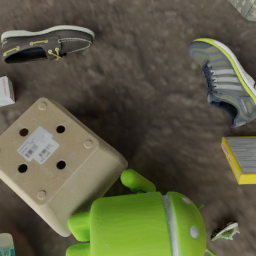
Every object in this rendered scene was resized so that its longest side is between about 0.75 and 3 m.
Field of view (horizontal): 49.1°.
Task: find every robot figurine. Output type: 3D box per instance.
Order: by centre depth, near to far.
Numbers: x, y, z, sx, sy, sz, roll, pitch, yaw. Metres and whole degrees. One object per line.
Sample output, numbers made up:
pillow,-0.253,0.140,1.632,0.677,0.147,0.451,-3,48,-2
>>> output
robot figurine,0.262,2.249,5.863,2.932,1.696,2.572,-6,49,0

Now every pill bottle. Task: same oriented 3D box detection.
pill bottle,-2.851,3.405,5.719,1.208,1.208,2.180,-16,72,-6

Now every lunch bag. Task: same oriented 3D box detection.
lunch bag,3.890,-4.736,8.095,1.745,2.101,2.505,-26,73,-9

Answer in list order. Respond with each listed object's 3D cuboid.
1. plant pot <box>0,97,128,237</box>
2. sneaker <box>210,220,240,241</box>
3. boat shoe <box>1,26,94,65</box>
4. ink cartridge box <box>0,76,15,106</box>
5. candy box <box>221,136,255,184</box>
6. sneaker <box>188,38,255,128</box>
plant pot,-1.596,0.729,6.195,2.371,2.099,2.368,39,75,12
sneaker,2.302,2.489,6.549,0.779,0.300,0.345,-27,81,-7
boat shoe,-2.245,-2.259,7.897,2.650,0.945,0.798,-4,75,5
ink cartridge box,-3.667,-0.941,7.674,0.947,0.396,0.687,-15,71,-5
candy box,3.844,0.721,6.739,2.809,0.371,1.436,-1,32,0
sneaker,2.472,-1.241,7.485,1.138,1.038,2.811,-34,73,-8
